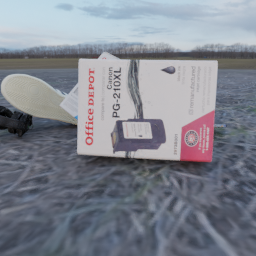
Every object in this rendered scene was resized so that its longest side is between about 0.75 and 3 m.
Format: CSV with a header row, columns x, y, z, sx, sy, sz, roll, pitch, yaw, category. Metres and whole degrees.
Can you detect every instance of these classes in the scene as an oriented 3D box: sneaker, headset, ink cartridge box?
x,y,z,sx,sy,sz,roll,pitch,yaw,category
-2.499,-0.790,8.749,2.931,1.099,1.239,24,-4,-32,sneaker
-3.250,-0.332,7.817,1.252,0.952,2.027,17,-3,13,headset
-0.630,-0.882,7.564,1.416,1.959,0.829,35,-5,29,ink cartridge box
0.362,-0.400,6.049,2.766,2.003,1.167,2,5,6,ink cartridge box

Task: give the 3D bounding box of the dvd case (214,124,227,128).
x,y,z,sx,sy,sz,roll,pitch,yaw,category
2.291,-0.068,8.224,0.950,0.083,0.678,3,-2,-16,dvd case
